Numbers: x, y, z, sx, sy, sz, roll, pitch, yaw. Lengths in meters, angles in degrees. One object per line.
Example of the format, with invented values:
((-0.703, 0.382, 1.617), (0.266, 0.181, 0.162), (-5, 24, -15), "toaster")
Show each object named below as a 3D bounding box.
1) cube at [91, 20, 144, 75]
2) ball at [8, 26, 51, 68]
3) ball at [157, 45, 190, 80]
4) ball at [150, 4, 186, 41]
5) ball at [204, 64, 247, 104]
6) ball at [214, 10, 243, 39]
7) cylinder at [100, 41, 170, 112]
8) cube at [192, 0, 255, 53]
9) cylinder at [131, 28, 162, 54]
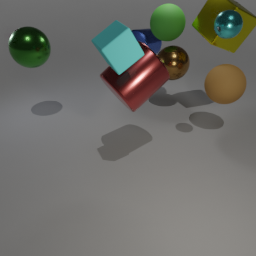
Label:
((-0.216, -1.693, 5.880), (0.700, 0.700, 0.700), (-39, 41, 1), "cube")
((-3.423, -2.808, 9.793), (1.400, 1.400, 1.400), (0, 30, 0), "ball")
((1.825, -2.666, 11.508), (1.400, 1.400, 1.400), (0, 30, 0), "ball")
((1.572, -4.170, 11.114), (1.400, 1.400, 1.400), (0, 30, 0), "ball")
((3.405, -1.536, 9.838), (1.400, 1.400, 1.400), (0, 30, 0), "ball")
((2.562, -2.642, 7.158), (0.700, 0.700, 0.700), (0, 30, 0), "ball")
((0.183, -1.401, 7.739), (1.400, 1.400, 1.400), (-43, 39, -1), "cylinder")
((3.478, -3.795, 10.085), (1.400, 1.400, 1.400), (5, 43, -36), "cube")
((0.775, -4.311, 14.285), (1.400, 1.400, 1.400), (22, 31, 33), "cylinder")
